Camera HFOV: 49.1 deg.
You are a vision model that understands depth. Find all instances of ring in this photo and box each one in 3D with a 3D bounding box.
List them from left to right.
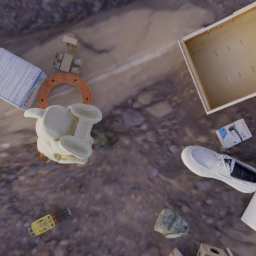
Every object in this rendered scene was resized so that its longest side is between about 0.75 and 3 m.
[{"bbox_3d":[-1.966,-0.887,8.776,1.677,0.161,1.677,0,87,-4],"label":"ring"}]

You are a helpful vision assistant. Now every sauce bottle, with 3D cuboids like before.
[{"bbox_3d":[-2.320,2.771,8.352,1.270,0.411,0.411,-29,85,-3],"label":"sauce bottle"}]

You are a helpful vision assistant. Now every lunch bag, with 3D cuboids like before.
[{"bbox_3d":[1.259,2.782,8.012,0.795,0.948,0.660,26,63,6],"label":"lunch bag"}]

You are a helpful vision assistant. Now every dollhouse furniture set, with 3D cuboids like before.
[{"bbox_3d":[-1.862,-2.255,8.730,0.839,0.636,0.957,17,85,2],"label":"dollhouse furniture set"}]

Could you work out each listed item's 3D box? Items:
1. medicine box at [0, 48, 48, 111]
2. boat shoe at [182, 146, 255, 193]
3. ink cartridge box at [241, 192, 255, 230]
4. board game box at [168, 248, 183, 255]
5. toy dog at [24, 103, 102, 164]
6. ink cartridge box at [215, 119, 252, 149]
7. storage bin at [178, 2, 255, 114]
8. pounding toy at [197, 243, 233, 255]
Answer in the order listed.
[{"bbox_3d":[-3.474,-1.451,8.588,1.459,0.751,1.329,29,85,2],"label":"medicine box"},{"bbox_3d":[2.797,1.149,8.101,2.489,0.853,0.896,30,61,-1],"label":"boat shoe"},{"bbox_3d":[4.984,2.055,7.991,2.139,1.235,2.929,32,85,3],"label":"ink cartridge box"},{"bbox_3d":[1.479,4.625,7.945,1.350,0.820,1.694,-40,86,-4],"label":"board game box"},{"bbox_3d":[-1.909,0.328,7.749,2.046,2.110,1.472,12,64,-19],"label":"toy dog"},{"bbox_3d":[3.252,0.175,8.627,0.850,0.358,0.615,-26,85,-2],"label":"ink cartridge box"},{"bbox_3d":[3.063,-1.996,8.030,2.494,1.169,2.476,-22,85,20],"label":"storage bin"},{"bbox_3d":[2.646,3.782,8.128,1.142,0.522,1.003,18,98,0],"label":"pounding toy"}]
